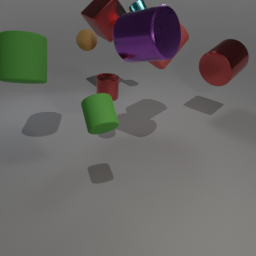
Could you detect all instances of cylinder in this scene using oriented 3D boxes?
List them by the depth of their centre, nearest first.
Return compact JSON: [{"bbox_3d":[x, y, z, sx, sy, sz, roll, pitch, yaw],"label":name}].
[{"bbox_3d":[-0.620,-0.304,6.184,0.700,0.700,0.700,-11,72,-18],"label":"cylinder"},{"bbox_3d":[0.539,-2.587,7.861,1.400,1.400,1.400,8,27,41],"label":"cylinder"},{"bbox_3d":[-3.222,-2.122,8.637,1.400,1.400,1.400,2,5,0],"label":"cylinder"},{"bbox_3d":[-0.640,-1.281,8.791,0.700,0.700,0.700,3,29,-2],"label":"cylinder"},{"bbox_3d":[1.121,-2.980,9.647,1.400,1.400,1.400,39,4,-3],"label":"cylinder"},{"bbox_3d":[3.720,-2.547,10.907,1.400,1.400,1.400,25,51,37],"label":"cylinder"},{"bbox_3d":[0.492,-4.958,11.953,0.700,0.700,0.700,-26,4,2],"label":"cylinder"}]

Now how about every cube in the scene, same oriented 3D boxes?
[{"bbox_3d":[-0.996,-5.021,12.700,1.400,1.400,1.400,-46,45,-1],"label":"cube"}]

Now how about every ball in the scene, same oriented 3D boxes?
[{"bbox_3d":[-1.390,-2.964,9.451,0.700,0.700,0.700,0,30,0],"label":"ball"}]
